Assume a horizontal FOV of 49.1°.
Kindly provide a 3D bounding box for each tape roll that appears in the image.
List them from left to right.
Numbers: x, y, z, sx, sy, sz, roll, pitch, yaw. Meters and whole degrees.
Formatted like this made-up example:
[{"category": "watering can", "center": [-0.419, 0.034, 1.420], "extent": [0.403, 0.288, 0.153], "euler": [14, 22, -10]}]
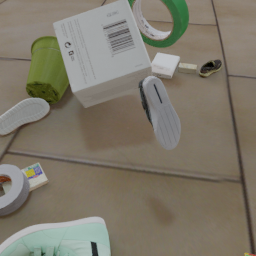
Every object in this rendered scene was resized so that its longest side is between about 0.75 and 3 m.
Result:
[{"category": "tape roll", "center": [-3.921, 1.916, 8.778], "extent": [1.533, 0.506, 1.533], "euler": [-3, 54, 4]}, {"category": "tape roll", "center": [1.197, -4.867, 12.072], "extent": [2.857, 2.857, 0.687], "euler": [26, 60, 24]}]

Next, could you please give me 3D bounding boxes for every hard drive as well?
[{"category": "hard drive", "center": [1.854, -3.243, 14.487], "extent": [1.254, 0.250, 1.901], "euler": [15, 46, 14]}]

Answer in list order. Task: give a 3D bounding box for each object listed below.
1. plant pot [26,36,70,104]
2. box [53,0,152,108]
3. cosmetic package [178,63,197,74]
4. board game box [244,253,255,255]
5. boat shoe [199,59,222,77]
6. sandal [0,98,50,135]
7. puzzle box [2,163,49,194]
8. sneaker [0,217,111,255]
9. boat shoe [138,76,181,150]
[{"category": "plant pot", "center": [-3.432, -2.360, 12.416], "extent": [2.410, 2.410, 2.289], "euler": [5, 57, 5]}, {"category": "box", "center": [-0.806, -2.505, 9.765], "extent": [2.705, 1.768, 2.691], "euler": [-19, 76, 1]}, {"category": "cosmetic package", "center": [3.013, -3.018, 14.213], "extent": [0.875, 0.320, 0.453], "euler": [10, 45, 9]}, {"category": "board game box", "center": [3.320, 3.728, 7.408], "extent": [0.388, 0.122, 0.812], "euler": [9, 42, 8]}, {"category": "boat shoe", "center": [4.251, -3.134, 14.158], "extent": [0.624, 0.553, 1.705], "euler": [33, 53, 29]}, {"category": "sandal", "center": [-4.375, -0.538, 11.426], "extent": [2.353, 0.957, 0.578], "euler": [-30, 11, -26]}, {"category": "puzzle box", "center": [-3.459, 1.771, 9.370], "extent": [1.359, 0.173, 0.904], "euler": [-23, 48, -22]}, {"category": "sneaker", "center": [-1.822, 3.342, 6.989], "extent": [2.935, 1.080, 1.731], "euler": [-10, 36, -14]}, {"category": "boat shoe", "center": [0.697, -0.344, 6.222], "extent": [0.610, 1.691, 0.600], "euler": [-21, 15, -15]}]
